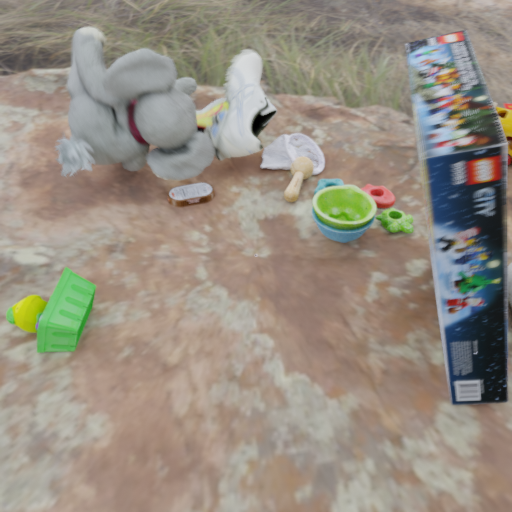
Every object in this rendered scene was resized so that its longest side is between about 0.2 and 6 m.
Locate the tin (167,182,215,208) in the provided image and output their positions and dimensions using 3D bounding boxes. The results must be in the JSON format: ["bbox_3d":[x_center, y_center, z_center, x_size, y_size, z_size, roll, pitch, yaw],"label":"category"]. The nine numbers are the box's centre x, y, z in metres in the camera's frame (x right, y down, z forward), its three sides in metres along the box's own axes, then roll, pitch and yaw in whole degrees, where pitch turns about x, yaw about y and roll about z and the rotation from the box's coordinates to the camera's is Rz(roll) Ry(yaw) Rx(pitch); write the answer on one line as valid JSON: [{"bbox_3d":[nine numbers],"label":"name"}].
[{"bbox_3d":[-1.239,-1.172,10.672,0.913,0.191,0.511,-12,40,-13],"label":"tin"}]

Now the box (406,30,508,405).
[{"bbox_3d":[2.532,-0.374,7.019,0.735,3.902,2.665,-7,41,17],"label":"box"}]

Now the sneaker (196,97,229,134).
[{"bbox_3d":[-0.957,-2.807,12.134,1.848,0.722,0.834,-23,53,-15],"label":"sneaker"}]

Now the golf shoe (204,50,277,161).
[{"bbox_3d":[-0.079,-3.045,11.312,1.250,1.006,2.571,6,69,23],"label":"golf shoe"}]

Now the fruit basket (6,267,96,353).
[{"bbox_3d":[-3.031,0.790,8.119,1.222,0.881,1.222,13,43,-12],"label":"fruit basket"}]

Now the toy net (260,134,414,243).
[{"bbox_3d":[1.366,-1.553,10.676,1.948,0.717,3.713,-16,45,-17],"label":"toy net"}]

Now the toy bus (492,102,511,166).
[{"bbox_3d":[4.819,-2.651,11.654,1.957,1.011,1.847,-12,44,-13],"label":"toy bus"}]

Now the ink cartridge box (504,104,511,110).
[{"bbox_3d":[6.280,-3.379,13.044,0.815,0.207,0.925,8,43,7],"label":"ink cartridge box"}]

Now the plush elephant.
[{"bbox_3d":[-2.081,-2.639,10.220,2.421,2.576,3.127,-7,42,9],"label":"plush elephant"}]

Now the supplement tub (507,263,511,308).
[{"bbox_3d":[4.150,0.703,8.100,0.845,0.845,1.280,0,45,0],"label":"supplement tub"}]
